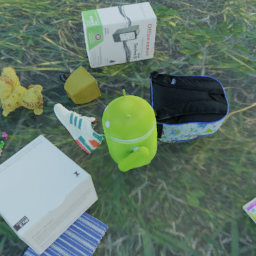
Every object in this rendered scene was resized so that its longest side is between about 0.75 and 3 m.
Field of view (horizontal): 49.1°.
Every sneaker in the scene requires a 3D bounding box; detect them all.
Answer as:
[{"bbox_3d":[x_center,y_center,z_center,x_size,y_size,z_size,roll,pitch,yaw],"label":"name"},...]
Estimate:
[{"bbox_3d":[-1.542,-0.140,9.047,0.956,0.720,2.045,-38,71,-7],"label":"sneaker"}]

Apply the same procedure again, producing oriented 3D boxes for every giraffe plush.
[{"bbox_3d":[-4.056,-1.281,10.844,1.572,1.673,1.939,2,63,-8],"label":"giraffe plush"}]

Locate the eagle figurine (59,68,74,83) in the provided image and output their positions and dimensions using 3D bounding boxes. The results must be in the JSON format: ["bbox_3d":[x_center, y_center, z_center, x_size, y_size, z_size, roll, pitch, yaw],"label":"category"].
[{"bbox_3d":[-2.432,-2.298,12.137,0.903,0.681,0.685,3,4,38],"label":"eagle figurine"}]

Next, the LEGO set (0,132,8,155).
[{"bbox_3d":[-4.725,0.518,10.167,0.346,0.373,0.908,1,55,2],"label":"LEGO set"}]

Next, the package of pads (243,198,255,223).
[{"bbox_3d":[4.086,2.619,8.745,0.594,0.262,0.768,-26,60,-16],"label":"package of pads"}]

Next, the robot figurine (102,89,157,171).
[{"bbox_3d":[0.091,0.149,8.521,1.558,2.693,2.362,-12,50,-3],"label":"robot figurine"}]

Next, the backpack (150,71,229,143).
[{"bbox_3d":[2.092,-0.707,10.066,2.584,1.899,2.365,-2,60,3],"label":"backpack"}]

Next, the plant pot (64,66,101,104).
[{"bbox_3d":[-1.915,-1.607,11.303,1.091,1.067,1.060,-38,62,-15],"label":"plant pot"}]

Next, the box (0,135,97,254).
[{"bbox_3d":[-2.595,1.888,8.319,2.358,1.541,2.345,34,60,28],"label":"box"}]

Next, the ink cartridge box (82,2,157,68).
[{"bbox_3d":[-0.364,-4.045,12.302,2.970,2.161,1.248,-12,55,-8],"label":"ink cartridge box"}]

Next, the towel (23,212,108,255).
[{"bbox_3d":[-1.901,3.526,8.148,1.752,0.289,2.419,23,56,18],"label":"towel"}]
